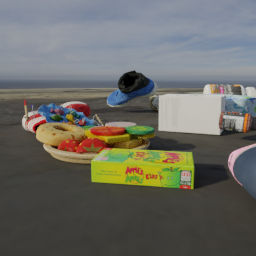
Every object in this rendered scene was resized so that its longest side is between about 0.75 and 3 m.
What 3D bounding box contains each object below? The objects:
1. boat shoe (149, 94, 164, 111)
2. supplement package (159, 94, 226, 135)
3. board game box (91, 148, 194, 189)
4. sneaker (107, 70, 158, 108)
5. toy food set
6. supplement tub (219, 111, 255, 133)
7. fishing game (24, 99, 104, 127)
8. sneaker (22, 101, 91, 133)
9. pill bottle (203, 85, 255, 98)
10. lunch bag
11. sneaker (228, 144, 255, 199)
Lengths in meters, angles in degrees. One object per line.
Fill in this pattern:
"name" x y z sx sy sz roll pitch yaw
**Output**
"boat shoe" 1.386 -1.149 13.246 0.765 0.836 2.238 -5 2 7
"supplement package" 1.884 -0.444 8.186 1.748 1.060 1.047 5 11 24
"board game box" 0.251 0.595 4.336 1.472 0.351 0.748 2 10 10
"sneaker" -0.171 -1.645 11.719 2.523 0.968 1.404 -10 -27 36
"toy food set" -0.635 0.214 5.927 2.250 0.553 2.273 -6 11 -34
"supplement tub" 2.577 -0.134 6.517 0.841 0.449 0.449 8 12 26
"fishing game" -1.569 -0.301 7.353 2.242 0.348 1.605 13 23 -27
"sneaker" -1.822 -0.169 8.055 2.090 0.819 1.207 -20 28 -30
"pill bottle" 4.649 -1.378 12.939 2.171 1.263 1.263 1 10 5
"lunch bag" 2.964 -0.656 9.503 2.421 0.998 1.946 9 10 38
"sneaker" 2.653 0.403 3.709 2.707 0.950 1.110 -1 13 -14
